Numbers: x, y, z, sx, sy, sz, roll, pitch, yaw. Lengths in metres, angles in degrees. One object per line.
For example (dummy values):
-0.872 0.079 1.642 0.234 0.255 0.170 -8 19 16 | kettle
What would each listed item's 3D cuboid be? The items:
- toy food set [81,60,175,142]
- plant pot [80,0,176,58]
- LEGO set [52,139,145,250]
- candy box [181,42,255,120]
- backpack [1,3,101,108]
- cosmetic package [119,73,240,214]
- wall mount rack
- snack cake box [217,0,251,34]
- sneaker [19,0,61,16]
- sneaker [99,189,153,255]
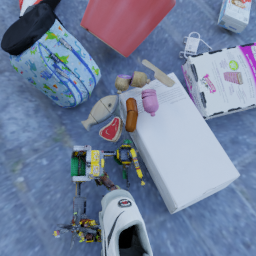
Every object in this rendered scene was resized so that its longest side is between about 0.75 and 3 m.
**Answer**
-0.023 -0.486 5.767 1.254 0.311 1.973 42 94 23 | toy food set
-0.131 -2.900 6.981 2.023 2.023 1.790 38 101 15 | plant pot
-0.448 1.209 5.520 1.708 1.287 2.221 10 76 -12 | LEGO set
2.634 -1.172 6.909 2.247 0.685 1.532 -13 82 -9 | candy box
-1.681 -1.496 6.594 1.780 2.181 1.677 -3 67 41 | backpack
0.982 0.308 6.238 1.467 1.156 2.726 -22 68 -9 | cosmetic package
1.893 -2.167 7.768 0.844 0.362 0.972 15 67 10 | wall mount rack
3.093 -3.407 8.093 0.731 0.427 1.270 22 62 -3 | snack cake box
-2.844 -3.634 7.897 1.379 0.859 2.573 14 53 0 | sneaker
-0.011 2.397 4.879 0.893 1.067 2.410 -13 107 -17 | sneaker
